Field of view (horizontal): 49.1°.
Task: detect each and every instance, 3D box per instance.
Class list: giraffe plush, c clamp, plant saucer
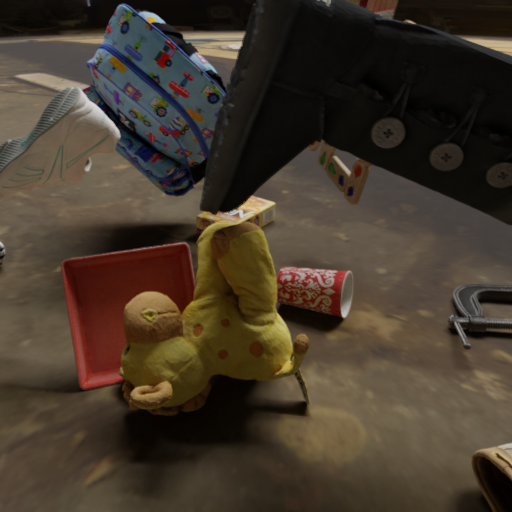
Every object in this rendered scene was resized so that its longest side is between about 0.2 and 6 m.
[{"bbox_3d":[-0.743,1.001,6.912,2.070,2.203,2.553,-18,67,-16],"label":"giraffe plush"},{"bbox_3d":[3.988,0.931,8.495,2.304,0.312,1.969,-1,22,1],"label":"c clamp"},{"bbox_3d":[-1.632,0.781,7.568,1.701,1.704,0.313,-9,-2,-17],"label":"plant saucer"}]

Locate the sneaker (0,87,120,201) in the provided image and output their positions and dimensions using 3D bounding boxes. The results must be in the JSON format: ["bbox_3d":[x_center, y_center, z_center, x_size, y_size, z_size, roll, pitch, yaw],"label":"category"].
[{"bbox_3d":[-2.841,-1.230,7.529,2.409,0.965,0.847,-26,49,27],"label":"sneaker"}]

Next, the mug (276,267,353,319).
[{"bbox_3d":[0.932,0.591,8.870,1.091,0.969,0.728,7,64,22],"label":"mug"}]

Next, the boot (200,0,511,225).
[{"bbox_3d":[1.399,-1.144,6.281,3.648,3.007,1.197,13,52,-12],"label":"boot"}]

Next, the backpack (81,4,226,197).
[{"bbox_3d":[-1.844,-2.831,10.468,3.034,2.235,3.323,43,-4,-1],"label":"backpack"}]

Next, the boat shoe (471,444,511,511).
[{"bbox_3d":[2.495,2.552,4.746,0.867,0.924,2.506,-1,18,4],"label":"boat shoe"}]

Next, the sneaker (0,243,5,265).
[{"bbox_3d":[-5.715,-0.100,9.999,2.222,0.834,1.283,-2,21,-26],"label":"sneaker"}]

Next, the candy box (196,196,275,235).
[{"bbox_3d":[-0.396,-0.785,11.553,0.896,0.429,1.552,19,32,30],"label":"candy box"}]

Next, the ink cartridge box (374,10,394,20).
[{"bbox_3d":[1.869,-2.803,8.550,0.418,1.660,0.904,-10,19,-30],"label":"ink cartridge box"}]

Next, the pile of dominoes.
[{"bbox_3d":[1.459,-2.955,9.768,0.531,3.336,2.600,-3,38,-24],"label":"pile of dominoes"}]
